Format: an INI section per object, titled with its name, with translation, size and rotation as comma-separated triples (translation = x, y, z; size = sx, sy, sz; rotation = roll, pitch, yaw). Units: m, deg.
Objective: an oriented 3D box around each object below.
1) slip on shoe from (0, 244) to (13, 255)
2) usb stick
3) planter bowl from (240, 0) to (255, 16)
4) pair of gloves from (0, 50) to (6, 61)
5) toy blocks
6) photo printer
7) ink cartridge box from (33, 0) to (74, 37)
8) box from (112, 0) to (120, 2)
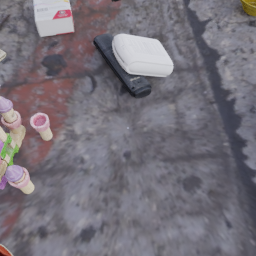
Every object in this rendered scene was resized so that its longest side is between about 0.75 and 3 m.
[slip on shoe]
translation = -2.006, 3.050, 5.164
size = 2.679, 0.820, 0.992
rotation = 32, 62, 16
[usb stick]
translation = -0.207, -1.913, 8.348
size = 0.724, 0.425, 2.609
rotation = -18, 60, -28
[planter bowl]
translation = 4.493, -4.359, 9.739
size = 1.509, 0.629, 1.509
rotation = 0, 59, 0
[pair of gloves]
translation = -5.077, -2.261, 8.629
size = 2.101, 0.368, 1.786
rotation = -38, 66, -21
[toy blocks]
translation = -3.025, 0.293, 6.289
size = 2.050, 1.725, 1.916
rotation = 8, 60, 4
[photo printer]
translation = 0.363, -2.093, 8.067
size = 1.612, 0.560, 1.341
rotation = -2, 52, -31
[ink cartridge box]
translation = -2.507, -3.911, 9.429
size = 1.185, 0.688, 1.606
rotation = -10, 58, -6
[box]
translation = 0.516, -3.458, 5.288
size = 2.367, 1.896, 0.524
rotation = -12, 79, 10
